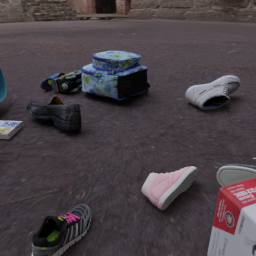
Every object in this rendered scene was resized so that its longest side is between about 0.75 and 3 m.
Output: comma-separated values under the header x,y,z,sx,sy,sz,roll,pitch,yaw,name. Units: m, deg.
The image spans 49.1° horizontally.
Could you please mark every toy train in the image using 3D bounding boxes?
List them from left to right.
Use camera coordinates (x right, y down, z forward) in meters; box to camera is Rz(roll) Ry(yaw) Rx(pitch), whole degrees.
x,y,z,sx,sy,sz,roll,pitch,yaw,name
-2.956,-2.492,14.705,1.317,0.985,2.311,1,25,23,toy train

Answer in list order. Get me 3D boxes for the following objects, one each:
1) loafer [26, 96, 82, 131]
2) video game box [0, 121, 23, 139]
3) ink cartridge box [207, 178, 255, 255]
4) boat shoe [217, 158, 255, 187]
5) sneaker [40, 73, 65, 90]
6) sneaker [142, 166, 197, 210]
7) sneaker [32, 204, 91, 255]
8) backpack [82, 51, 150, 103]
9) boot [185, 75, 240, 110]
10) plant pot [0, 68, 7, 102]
x,y,z,sx,sy,sz,roll,pitch,yaw,name
-2.823,-0.738,10.806,2.801,1.012,1.019,18,13,28,loafer
-4.573,0.054,10.305,0.993,0.255,1.090,0,26,9,video game box
2.438,2.214,4.311,1.023,1.763,2.444,-10,28,-19,ink cartridge box
3.518,1.343,6.983,2.526,0.946,0.781,10,29,15,boat shoe
-4.126,-2.430,15.030,0.722,0.607,1.841,-10,22,34,sneaker
1.049,1.348,7.287,0.891,0.641,1.704,28,42,35,sneaker
-1.342,2.044,5.812,0.617,0.732,1.673,15,30,28,sneaker
-0.739,-2.624,13.583,2.897,2.129,2.651,11,25,29,backpack
4.209,-1.503,12.757,2.980,1.096,1.424,-18,37,-16,boot
-6.973,-1.843,11.416,2.598,2.765,2.765,-20,25,9,plant pot
